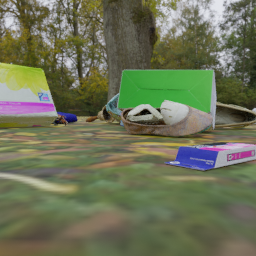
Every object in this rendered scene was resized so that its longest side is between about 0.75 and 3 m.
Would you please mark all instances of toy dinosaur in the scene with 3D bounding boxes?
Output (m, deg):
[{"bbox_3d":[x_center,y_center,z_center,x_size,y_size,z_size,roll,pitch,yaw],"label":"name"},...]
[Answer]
[{"bbox_3d":[-2.828,-0.365,11.454,0.772,0.524,0.395,45,3,19],"label":"toy dinosaur"}]

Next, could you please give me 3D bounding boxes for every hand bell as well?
[{"bbox_3d":[-1.669,-0.580,15.363,1.861,0.969,0.969,-13,-7,41],"label":"hand bell"}]

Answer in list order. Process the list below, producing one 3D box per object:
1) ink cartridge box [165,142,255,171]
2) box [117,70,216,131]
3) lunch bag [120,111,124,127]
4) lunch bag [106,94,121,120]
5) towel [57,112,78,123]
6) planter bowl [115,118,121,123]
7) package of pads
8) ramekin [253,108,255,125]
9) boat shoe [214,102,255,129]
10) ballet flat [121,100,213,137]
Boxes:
[{"bbox_3d":[0.883,0.269,2.874,0.999,0.185,0.473,-5,6,-39],"label":"ink cartridge box"},{"bbox_3d":[1.130,-0.655,7.393,2.237,1.082,1.974,4,-10,21],"label":"box"},{"bbox_3d":[0.585,-0.292,9.540,1.232,0.632,1.533,1,2,-42],"label":"lunch bag"},{"bbox_3d":[0.404,-1.061,13.030,2.929,1.786,2.495,-1,3,-6],"label":"lunch bag"},{"bbox_3d":[-3.886,-0.445,13.808,1.735,0.582,2.350,11,9,39],"label":"towel"},{"bbox_3d":[-0.279,-0.699,14.632,1.103,1.103,0.742,1,31,21],"label":"planter bowl"},{"bbox_3d":[-4.202,-1.201,9.953,2.956,2.283,1.008,-3,-26,-46],"label":"package of pads"},{"bbox_3d":[6.462,-0.538,12.873,1.606,0.748,1.606,-1,2,0],"label":"ramekin"},{"bbox_3d":[2.773,-0.402,8.896,2.598,0.947,0.817,7,-3,-8],"label":"boat shoe"},{"bbox_3d":[0.699,-0.219,6.031,2.138,0.719,0.728,-5,43,35],"label":"ballet flat"}]
